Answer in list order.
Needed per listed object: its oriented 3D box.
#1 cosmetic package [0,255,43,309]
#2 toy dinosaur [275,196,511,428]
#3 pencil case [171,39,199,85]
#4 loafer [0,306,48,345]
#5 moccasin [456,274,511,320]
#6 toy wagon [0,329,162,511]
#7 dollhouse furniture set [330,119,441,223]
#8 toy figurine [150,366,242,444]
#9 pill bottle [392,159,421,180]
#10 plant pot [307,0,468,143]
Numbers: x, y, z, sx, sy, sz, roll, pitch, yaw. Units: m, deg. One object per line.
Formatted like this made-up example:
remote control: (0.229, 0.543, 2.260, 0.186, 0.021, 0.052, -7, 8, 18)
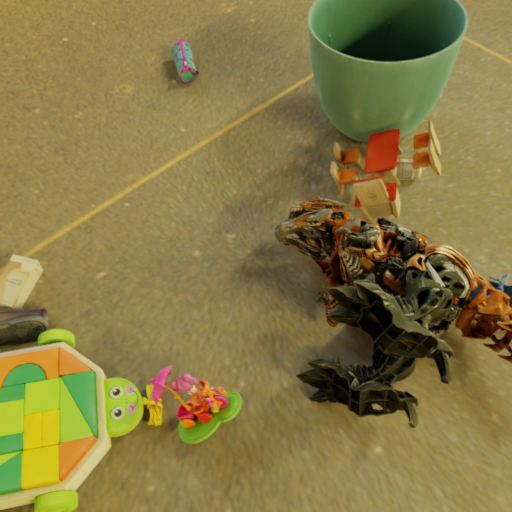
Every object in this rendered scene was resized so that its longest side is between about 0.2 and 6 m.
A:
cosmetic package: (-4.794, 0.570, 11.134, 0.585, 0.395, 1.112, 11, 56, 8)
toy dinosaur: (2.731, 0.668, 9.880, 5.640, 2.881, 3.828, 12, 37, 34)
pencil case: (-1.912, -5.180, 14.979, 0.544, 0.590, 1.278, -12, 55, -8)
loafer: (-4.887, 1.304, 10.565, 1.884, 0.677, 0.593, -4, 35, -10)
moccasin: (4.891, 0.814, 10.732, 2.274, 0.775, 0.915, 18, 57, 12)
toy wagon: (-3.606, 2.709, 9.422, 3.977, 0.787, 3.085, -10, 56, -6)
dollhouse furniture set: (2.625, -1.895, 11.800, 2.218, 1.143, 2.194, -8, 48, 28)
toy figurine: (-1.109, 2.280, 9.136, 1.326, 1.221, 0.996, -24, 35, 26)
pill bottle: (3.310, -1.987, 12.849, 0.842, 0.466, 0.466, 0, 55, -1)
plant pot: (2.876, -4.316, 13.021, 3.373, 2.707, 3.373, -3, 53, 3)
